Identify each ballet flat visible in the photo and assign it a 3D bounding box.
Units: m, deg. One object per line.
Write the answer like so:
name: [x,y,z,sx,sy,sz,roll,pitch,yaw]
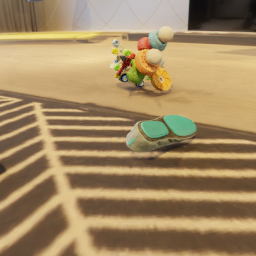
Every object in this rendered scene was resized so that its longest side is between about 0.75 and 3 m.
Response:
ballet flat: [0.732,0.120,6.187,2.067,0.658,0.696,-7,58,-47]

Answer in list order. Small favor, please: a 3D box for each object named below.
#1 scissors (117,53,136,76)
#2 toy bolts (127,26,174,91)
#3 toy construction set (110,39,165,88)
scissors: [-0.036,-2.397,9.546,0.187,0.980,2.679,42,-3,1]
toy bolts: [1.138,-2.483,9.803,1.930,2.020,1.401,23,-26,-25]
toy construction set: [0.262,-2.433,10.998,2.252,1.477,1.037,17,11,-7]
